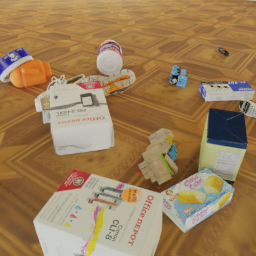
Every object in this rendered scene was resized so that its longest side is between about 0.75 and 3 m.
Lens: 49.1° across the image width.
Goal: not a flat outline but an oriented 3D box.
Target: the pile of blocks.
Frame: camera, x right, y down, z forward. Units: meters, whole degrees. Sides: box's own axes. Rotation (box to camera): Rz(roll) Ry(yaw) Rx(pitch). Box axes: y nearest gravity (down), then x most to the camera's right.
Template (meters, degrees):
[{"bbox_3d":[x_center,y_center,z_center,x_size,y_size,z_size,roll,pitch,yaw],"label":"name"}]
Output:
[{"bbox_3d":[0.964,1.006,9.130,0.873,1.154,2.811,-34,11,28],"label":"pile of blocks"}]

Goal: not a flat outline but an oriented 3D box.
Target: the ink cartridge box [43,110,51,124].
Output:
[{"bbox_3d":[-3.129,-0.519,11.687,0.823,0.167,0.821,-9,36,-13],"label":"ink cartridge box"}]

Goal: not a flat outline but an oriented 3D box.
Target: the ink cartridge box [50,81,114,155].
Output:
[{"bbox_3d":[-1.797,-0.487,10.559,2.081,1.195,2.866,-8,40,-11],"label":"ink cartridge box"}]

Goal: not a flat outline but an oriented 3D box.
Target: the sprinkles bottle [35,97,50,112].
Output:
[{"bbox_3d":[-3.152,-1.110,12.183,1.666,0.568,0.568,-11,36,-17],"label":"sprinkles bottle"}]

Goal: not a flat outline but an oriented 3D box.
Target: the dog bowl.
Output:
[{"bbox_3d":[-5.709,-3.150,14.002,1.903,0.749,1.903,-37,9,7],"label":"dog bowl"}]

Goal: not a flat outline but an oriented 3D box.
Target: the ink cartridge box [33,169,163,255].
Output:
[{"bbox_3d":[-0.533,2.303,6.327,2.329,1.685,1.693,12,37,17],"label":"ink cartridge box"}]

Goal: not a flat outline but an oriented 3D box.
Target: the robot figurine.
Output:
[{"bbox_3d":[-4.917,-2.716,13.910,2.107,1.229,1.515,-17,43,-23],"label":"robot figurine"}]

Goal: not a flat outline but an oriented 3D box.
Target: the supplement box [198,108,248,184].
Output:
[{"bbox_3d":[2.919,0.546,8.792,1.108,1.649,1.651,10,39,11],"label":"supplement box"}]

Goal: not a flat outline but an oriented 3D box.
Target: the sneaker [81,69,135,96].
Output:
[{"bbox_3d":[-0.968,-1.923,13.074,2.734,1.070,1.056,-11,-7,2],"label":"sneaker"}]

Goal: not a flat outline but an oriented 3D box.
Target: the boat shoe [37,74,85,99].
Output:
[{"bbox_3d":[-3.030,-1.947,12.906,2.584,1.102,0.955,-25,42,-31],"label":"boat shoe"}]

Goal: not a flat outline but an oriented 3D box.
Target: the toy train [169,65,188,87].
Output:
[{"bbox_3d":[2.631,-2.678,14.390,0.895,0.679,1.567,14,34,4],"label":"toy train"}]

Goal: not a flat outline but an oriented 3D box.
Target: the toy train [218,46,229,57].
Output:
[{"bbox_3d":[6.079,-4.903,17.831,0.229,0.308,1.345,-5,35,-8],"label":"toy train"}]

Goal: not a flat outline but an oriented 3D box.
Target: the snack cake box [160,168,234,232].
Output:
[{"bbox_3d":[1.895,1.935,7.783,1.829,0.614,1.052,-21,41,-28],"label":"snack cake box"}]

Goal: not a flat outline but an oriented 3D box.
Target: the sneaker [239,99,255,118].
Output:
[{"bbox_3d":[5.370,-0.722,11.725,0.641,0.594,1.581,-7,35,-33],"label":"sneaker"}]

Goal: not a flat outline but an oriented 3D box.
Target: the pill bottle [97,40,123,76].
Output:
[{"bbox_3d":[-1.012,-4.055,15.694,1.377,1.377,2.472,-2,35,-2],"label":"pill bottle"}]

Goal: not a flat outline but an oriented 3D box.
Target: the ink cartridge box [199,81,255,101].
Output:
[{"bbox_3d":[4.595,-1.754,13.163,2.248,0.497,1.057,-2,36,-3],"label":"ink cartridge box"}]
